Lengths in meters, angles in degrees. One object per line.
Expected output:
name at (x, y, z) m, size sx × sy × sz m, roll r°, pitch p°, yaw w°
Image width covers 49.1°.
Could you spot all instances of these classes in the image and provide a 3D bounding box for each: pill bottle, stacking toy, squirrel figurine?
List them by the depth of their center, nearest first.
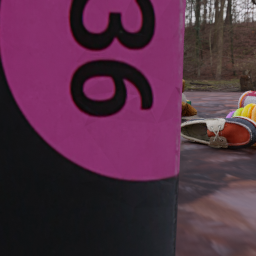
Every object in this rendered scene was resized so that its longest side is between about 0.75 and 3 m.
stacking toy at (2.488, -0.048, 5.975) m, size 1.192 × 1.127 × 2.054 m, roll -1°, pitch -4°, yaw -43°
pill bottle at (4.948, -0.773, 9.991) m, size 1.043 × 1.043 × 1.904 m, roll -3°, pitch 9°, yaw -17°
squirrel figurine at (1.153, -0.765, 10.104) m, size 1.984 × 1.404 × 1.852 m, roll -11°, pitch 9°, yaw 43°

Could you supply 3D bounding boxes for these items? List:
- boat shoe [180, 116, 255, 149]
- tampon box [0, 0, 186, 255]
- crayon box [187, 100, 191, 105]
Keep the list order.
boat shoe at (1.801, 0.083, 5.786) m, size 0.576 × 0.655 × 1.841 m, roll -7°, pitch 9°, yaw -30°
tampon box at (-0.898, 0.335, 1.177) m, size 2.045 × 1.533 × 1.291 m, roll 0°, pitch 9°, yaw 0°
crayon box at (1.680, -0.973, 12.662) m, size 2.053 × 0.598 × 1.219 m, roll -1°, pitch 9°, yaw -5°
